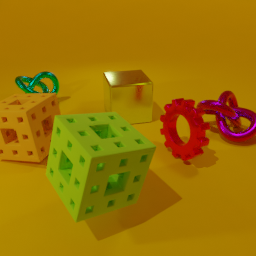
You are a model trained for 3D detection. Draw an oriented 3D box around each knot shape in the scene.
[{"bbox_3d":[2.985,-0.315,8.063,1.802,0.832,1.686,-4,44,-36],"label":"knot shape"},{"bbox_3d":[-3.092,-1.414,9.869,1.409,0.696,1.506,-27,74,-24],"label":"knot shape"}]

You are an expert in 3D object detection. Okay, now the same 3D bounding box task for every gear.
[{"bbox_3d":[1.359,0.028,6.931,0.278,1.505,1.505,-10,30,-30],"label":"gear"}]

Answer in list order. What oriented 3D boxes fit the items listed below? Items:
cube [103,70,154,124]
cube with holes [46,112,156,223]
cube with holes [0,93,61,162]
[{"bbox_3d":[-0.027,-1.002,9.019,1.337,1.337,1.337,-7,30,-12],"label":"cube"},{"bbox_3d":[-0.543,0.604,5.042,1.291,1.291,1.291,-6,34,-38],"label":"cube with holes"},{"bbox_3d":[-2.581,-0.059,7.133,1.297,1.297,1.297,1,25,18],"label":"cube with holes"}]
